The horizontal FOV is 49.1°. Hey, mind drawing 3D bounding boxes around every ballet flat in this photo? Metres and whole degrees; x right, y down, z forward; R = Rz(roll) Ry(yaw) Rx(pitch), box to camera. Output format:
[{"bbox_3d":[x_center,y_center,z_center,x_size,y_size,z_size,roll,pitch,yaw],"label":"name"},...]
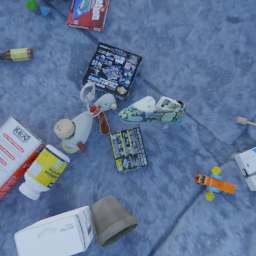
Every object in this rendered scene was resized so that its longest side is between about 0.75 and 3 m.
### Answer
[{"bbox_3d":[0.857,-0.636,9.063,2.516,0.934,0.934,-2,76,-34],"label":"ballet flat"}]

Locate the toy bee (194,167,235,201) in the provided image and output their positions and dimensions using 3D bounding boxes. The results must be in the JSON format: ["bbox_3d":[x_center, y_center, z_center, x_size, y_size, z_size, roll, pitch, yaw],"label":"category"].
[{"bbox_3d":[2.690,1.723,9.291,1.654,0.899,1.083,44,72,-17],"label":"toy bee"}]

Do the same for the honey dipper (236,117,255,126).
[{"bbox_3d":[4.472,-0.119,9.904,1.241,0.236,0.236,17,79,1],"label":"honey dipper"}]

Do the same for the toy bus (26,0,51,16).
[{"bbox_3d":[-3.140,-5.606,10.574,2.034,1.114,2.156,-26,108,18],"label":"toy bus"}]

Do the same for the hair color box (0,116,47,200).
[{"bbox_3d":[-4.223,1.197,9.277,1.465,0.884,2.887,40,82,8],"label":"hair color box"}]

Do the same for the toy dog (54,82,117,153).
[{"bbox_3d":[-1.239,-0.103,9.321,1.216,1.665,2.525,36,90,29],"label":"toy dog"}]

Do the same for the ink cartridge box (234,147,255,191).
[{"bbox_3d":[4.355,1.344,9.421,0.931,0.537,1.284,-22,79,-5],"label":"ink cartridge box"}]

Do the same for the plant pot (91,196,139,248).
[{"bbox_3d":[-0.530,2.846,8.818,1.382,1.382,1.199,-30,64,-6],"label":"plant pot"}]

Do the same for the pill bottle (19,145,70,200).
[{"bbox_3d":[-2.760,1.461,9.195,0.944,0.944,1.685,34,81,7],"label":"pill bottle"}]

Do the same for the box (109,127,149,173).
[{"bbox_3d":[0.021,0.748,9.666,1.131,0.313,1.412,-13,78,-2],"label":"box"}]

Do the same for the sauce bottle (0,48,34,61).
[{"bbox_3d":[-4.203,-2.688,10.316,1.354,0.447,0.447,-4,78,-2],"label":"sauce bottle"}]

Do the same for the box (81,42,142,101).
[{"bbox_3d":[-0.564,-2.068,10.197,1.737,0.431,1.724,20,79,4],"label":"box"}]

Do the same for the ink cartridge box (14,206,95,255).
[{"bbox_3d":[-1.959,3.056,8.134,1.715,2.355,0.998,-17,79,-3],"label":"ink cartridge box"}]

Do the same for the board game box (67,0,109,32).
[{"bbox_3d":[-1.415,-5.104,10.919,1.381,0.261,2.683,9,78,1],"label":"board game box"}]
